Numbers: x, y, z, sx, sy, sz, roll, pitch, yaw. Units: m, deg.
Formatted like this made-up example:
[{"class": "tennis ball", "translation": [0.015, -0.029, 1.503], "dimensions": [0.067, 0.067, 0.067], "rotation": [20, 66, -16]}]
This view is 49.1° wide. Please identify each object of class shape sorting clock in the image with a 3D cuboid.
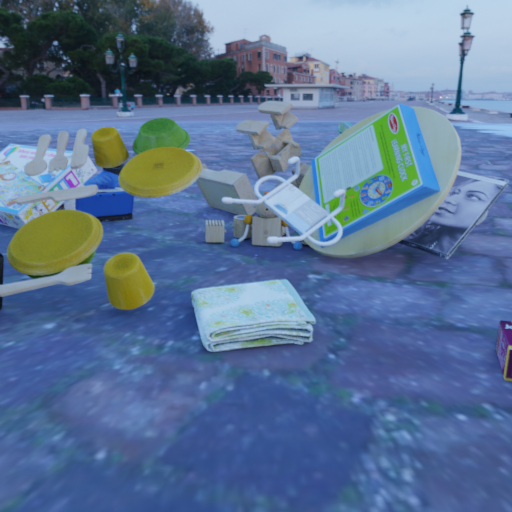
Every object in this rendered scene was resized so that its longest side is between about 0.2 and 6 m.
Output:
[{"class": "shape sorting clock", "translation": [2.061, -1.346, 9.988], "dimensions": [0.634, 3.230, 3.230], "rotation": [37, -6, -35]}]

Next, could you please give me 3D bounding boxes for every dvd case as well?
[{"class": "dvd case", "translation": [3.231, -0.903, 10.060], "dimensions": [1.641, 0.176, 2.206], "rotation": [23, 54, 39]}]

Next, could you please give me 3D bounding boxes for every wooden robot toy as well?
[{"class": "wooden robot toy", "translation": [0.130, -0.751, 10.784], "dimensions": [2.266, 1.028, 0.998], "rotation": [3, 18, 10]}]

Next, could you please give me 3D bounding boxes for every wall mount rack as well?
[{"class": "wall mount rack", "translation": [0.418, -0.730, 8.251], "dimensions": [1.491, 0.640, 1.716], "rotation": [-36, 59, -21]}]

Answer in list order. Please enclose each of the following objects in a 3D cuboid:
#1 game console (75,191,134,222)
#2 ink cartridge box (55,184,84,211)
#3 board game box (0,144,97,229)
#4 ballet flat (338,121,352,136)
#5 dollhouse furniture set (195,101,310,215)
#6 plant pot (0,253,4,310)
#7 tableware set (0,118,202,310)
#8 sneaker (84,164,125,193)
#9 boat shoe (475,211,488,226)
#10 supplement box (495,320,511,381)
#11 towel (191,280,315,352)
[{"class": "game console", "translation": [-3.459, -1.158, 12.594], "dimensions": [1.269, 0.751, 1.083], "rotation": [-7, 19, -24]}, {"class": "ink cartridge box", "translation": [-4.519, -1.462, 13.423], "dimensions": [0.616, 0.837, 0.605], "rotation": [15, 25, 39]}, {"class": "board game box", "translation": [-5.409, -1.647, 12.837], "dimensions": [3.106, 0.532, 2.088], "rotation": [13, 53, 36]}, {"class": "ballet flat", "translation": [2.346, -2.102, 12.646], "dimensions": [0.805, 0.805, 2.169], "rotation": [-18, 65, -45]}, {"class": "dollhouse furniture set", "translation": [-0.055, -2.182, 13.680], "dimensions": [1.595, 2.252, 2.452], "rotation": [20, 56, 44]}, {"class": "plant pot", "translation": [-3.947, 0.342, 7.218], "dimensions": [1.164, 1.162, 1.033], "rotation": [8, 8, 26]}, {"class": "tableware set", "translation": [-2.194, -0.827, 8.661], "dimensions": [2.859, 0.651, 4.244], "rotation": [-10, 42, -3]}, {"class": "sneaker", "translation": [-4.252, -2.298, 15.886], "dimensions": [1.784, 0.993, 0.685], "rotation": [8, 19, 25]}, {"class": "boat shoe", "translation": [3.575, -1.114, 12.261], "dimensions": [2.754, 0.974, 0.877], "rotation": [7, 17, -6]}, {"class": "supplement box", "translation": [2.903, 1.034, 6.034], "dimensions": [0.495, 0.390, 0.756], "rotation": [4, 18, 14]}, {"class": "towel", "translation": [-0.082, 0.705, 7.132], "dimensions": [1.353, 0.381, 1.581], "rotation": [-3, 17, -11]}]
